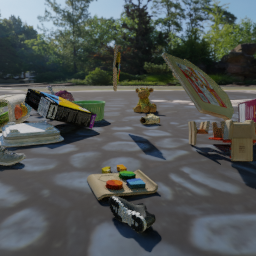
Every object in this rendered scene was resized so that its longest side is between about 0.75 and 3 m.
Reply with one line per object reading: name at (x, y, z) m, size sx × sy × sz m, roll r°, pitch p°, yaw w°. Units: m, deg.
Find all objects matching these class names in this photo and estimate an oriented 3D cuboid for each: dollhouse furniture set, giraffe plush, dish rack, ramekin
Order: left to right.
dish rack at (-2.997, 0.096, 8.550) m, size 1.733 × 0.440 × 2.019 m, roll -6°, pitch 11°, yaw -25°
ramekin at (-1.741, -0.756, 12.109) m, size 1.538 × 0.751 × 1.538 m, roll 0°, pitch 11°, yaw 0°
giraffe plush at (0.879, -1.529, 14.875) m, size 1.319 × 1.240 × 1.529 m, roll -2°, pitch 11°, yaw -9°
dollhouse furniture set at (2.533, 0.284, 7.071) m, size 1.778 × 0.916 × 1.759 m, roll 1°, pitch -1°, yaw 2°

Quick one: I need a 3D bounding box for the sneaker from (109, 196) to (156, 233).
sneaker at (0.057, 1.104, 3.698) m, size 0.355 × 0.261 × 0.786 m, roll -5°, pitch 15°, yaw -38°

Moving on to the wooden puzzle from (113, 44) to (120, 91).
wooden puzzle at (-0.434, -2.319, 10.839) m, size 0.255 × 1.269 × 1.372 m, roll 1°, pitch 54°, yaw -1°

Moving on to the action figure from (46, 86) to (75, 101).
action figure at (-3.789, -1.099, 13.991) m, size 1.529 × 1.700 × 2.283 m, roll -36°, pitch 10°, yaw 30°

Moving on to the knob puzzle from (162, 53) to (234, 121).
knob puzzle at (2.333, -1.154, 8.767) m, size 2.883 × 0.400 × 2.883 m, roll 28°, pitch 35°, yaw -22°

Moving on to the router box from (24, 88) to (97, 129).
router box at (-2.533, -0.738, 10.276) m, size 1.808 × 0.619 × 2.424 m, roll 14°, pitch 8°, yaw -39°

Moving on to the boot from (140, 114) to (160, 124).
boot at (0.749, -0.344, 11.137) m, size 0.709 × 0.332 × 0.912 m, roll -6°, pitch 16°, yaw -28°

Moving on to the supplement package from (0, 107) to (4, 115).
supplement package at (-6.062, -0.898, 12.532) m, size 0.672 × 0.874 × 0.914 m, roll -10°, pitch 15°, yaw -43°

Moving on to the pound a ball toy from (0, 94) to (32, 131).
pound a ball toy at (-4.381, -0.951, 10.313) m, size 1.181 × 1.813 × 2.780 m, roll -1°, pitch 10°, yaw -6°

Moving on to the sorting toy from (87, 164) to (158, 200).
sorting toy at (-0.197, 0.879, 5.013) m, size 1.022 × 0.184 × 1.372 m, roll -4°, pitch 11°, yaw -19°

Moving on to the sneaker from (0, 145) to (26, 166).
sneaker at (-2.705, 0.576, 6.057) m, size 0.959 × 0.393 × 0.358 m, roll 1°, pitch 11°, yaw 3°

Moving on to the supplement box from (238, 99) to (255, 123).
supplement box at (4.738, -0.545, 9.688) m, size 1.123 × 0.871 × 2.035 m, roll 0°, pitch -1°, yaw 1°
